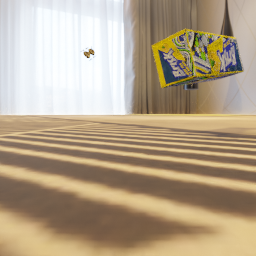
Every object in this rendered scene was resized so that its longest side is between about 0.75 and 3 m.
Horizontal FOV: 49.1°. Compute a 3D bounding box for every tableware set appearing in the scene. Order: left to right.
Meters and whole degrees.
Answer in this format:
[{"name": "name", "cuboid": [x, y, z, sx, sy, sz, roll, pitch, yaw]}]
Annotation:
[{"name": "tableware set", "cuboid": [-1.662, -3.279, 12.177, 0.173, 0.571, 0.863, -36, 12, 33]}]

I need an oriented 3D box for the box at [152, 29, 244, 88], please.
[{"name": "box", "cuboid": [1.841, -1.669, 6.869, 0.934, 1.018, 2.906, -12, 3, 42]}]
